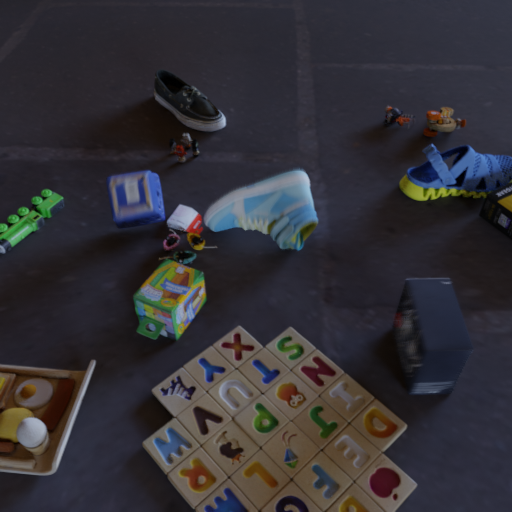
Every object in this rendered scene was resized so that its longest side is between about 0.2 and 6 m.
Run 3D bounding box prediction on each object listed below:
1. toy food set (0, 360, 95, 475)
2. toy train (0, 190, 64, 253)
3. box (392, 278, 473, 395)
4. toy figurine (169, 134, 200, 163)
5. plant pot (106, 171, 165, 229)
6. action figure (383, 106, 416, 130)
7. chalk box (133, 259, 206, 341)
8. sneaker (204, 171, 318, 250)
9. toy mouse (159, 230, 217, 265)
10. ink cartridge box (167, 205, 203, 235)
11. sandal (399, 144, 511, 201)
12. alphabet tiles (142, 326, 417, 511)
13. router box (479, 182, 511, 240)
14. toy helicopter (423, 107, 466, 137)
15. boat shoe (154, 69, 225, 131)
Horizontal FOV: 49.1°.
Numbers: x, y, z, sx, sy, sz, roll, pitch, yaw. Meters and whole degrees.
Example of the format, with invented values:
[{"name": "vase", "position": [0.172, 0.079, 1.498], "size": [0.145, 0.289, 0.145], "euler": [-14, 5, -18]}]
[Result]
[{"name": "toy food set", "position": [-3.803, 2.220, 8.373], "size": [2.398, 0.724, 1.720], "euler": [4, 46, 4]}, {"name": "toy train", "position": [-4.703, -0.697, 11.474], "size": [0.533, 0.394, 1.889], "euler": [28, 52, 12]}, {"name": "box", "position": [2.741, 1.273, 8.899], "size": [0.728, 1.273, 1.398], "euler": [-1, 46, -1]}, {"name": "toy figurine", "position": [-1.703, -2.540, 13.236], "size": [0.629, 0.438, 0.620], "euler": [-29, 47, -23]}, {"name": "plant pot", "position": [-2.424, -1.155, 11.169], "size": [1.018, 0.915, 1.018], "euler": [-10, 86, -3]}, {"name": "action figure", "position": [3.653, -3.582, 14.228], "size": [0.831, 0.449, 0.859], "euler": [33, 53, 17]}, {"name": "chalk box", "position": [-1.547, 0.844, 9.653], "size": [0.818, 0.812, 1.311], "euler": [19, 49, 19]}, {"name": "sneaker", "position": [0.144, -0.631, 11.059], "size": [2.275, 0.905, 1.485], "euler": [-22, 72, 10]}, {"name": "toy mouse", "position": [-1.504, -0.107, 10.989], "size": [1.125, 0.218, 1.000], "euler": [33, 54, 28]}, {"name": "ink cartridge box", "position": [-1.406, -0.753, 11.657], "size": [0.717, 0.205, 0.583], "euler": [13, 47, 18]}, {"name": "sandal", "position": [4.472, -1.889, 12.108], "size": [2.602, 1.133, 1.034], "euler": [-8, 45, -10]}, {"name": "alphabet tiles", "position": [0.299, 2.672, 8.328], "size": [3.133, 0.119, 3.765], "euler": [-33, 55, -29]}, {"name": "router box", "position": [6.169, -0.937, 11.498], "size": [2.389, 0.624, 1.878], "euler": [-25, 51, -22]}, {"name": "toy helicopter", "position": [4.777, -3.428, 14.025], "size": [0.942, 0.562, 1.425], "euler": [13, 37, 18]}, {"name": "boat shoe", "position": [-1.801, -4.014, 14.417], "size": [0.893, 0.736, 2.601], "euler": [-35, 55, -29]}]
